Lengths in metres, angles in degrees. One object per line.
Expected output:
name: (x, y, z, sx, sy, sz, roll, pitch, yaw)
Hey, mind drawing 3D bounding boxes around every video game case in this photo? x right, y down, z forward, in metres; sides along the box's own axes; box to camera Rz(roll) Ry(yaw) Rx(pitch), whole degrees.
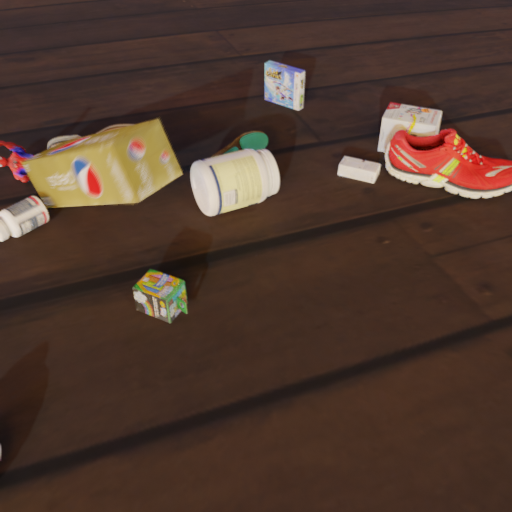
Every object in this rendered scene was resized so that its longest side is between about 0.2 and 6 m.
video game case: (0.786, -4.818, 15.862, 1.224, 1.110, 0.278, 26, 46, 27)

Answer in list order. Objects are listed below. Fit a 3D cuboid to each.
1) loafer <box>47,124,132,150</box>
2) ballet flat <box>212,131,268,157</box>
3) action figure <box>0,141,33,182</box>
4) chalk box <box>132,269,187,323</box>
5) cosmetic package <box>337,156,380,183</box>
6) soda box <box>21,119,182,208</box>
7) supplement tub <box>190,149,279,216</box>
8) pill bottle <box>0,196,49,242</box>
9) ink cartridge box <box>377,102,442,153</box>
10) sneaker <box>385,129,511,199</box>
loafer: (-3.748, -2.493, 13.403, 2.462, 0.885, 0.774, -10, 53, -2)
ballet flat: (-0.510, -2.517, 13.597, 0.672, 0.630, 1.858, 3, 36, 47)
action figure: (-4.772, -2.064, 12.512, 2.673, 0.872, 1.323, 3, 6, 6)
chalk box: (-1.562, 0.718, 9.656, 0.927, 0.578, 0.574, 18, 44, 19)
cosmetic package: (2.410, -2.025, 13.134, 0.894, 0.331, 0.455, 17, 42, 17)
soda box: (-3.133, -1.742, 11.076, 3.561, 1.140, 1.206, 3, 34, 44)
supplement tub: (-0.452, -1.605, 11.945, 1.645, 1.193, 1.193, -18, 43, -20)
pill bottle: (-4.815, -0.737, 11.352, 0.617, 0.617, 1.032, 29, 48, 30)
ink cartridge box: (3.824, -3.101, 13.926, 1.325, 0.958, 0.963, 15, 42, 17)
sneaker: (4.443, -2.163, 12.529, 3.054, 1.297, 1.176, 11, 41, 13)
